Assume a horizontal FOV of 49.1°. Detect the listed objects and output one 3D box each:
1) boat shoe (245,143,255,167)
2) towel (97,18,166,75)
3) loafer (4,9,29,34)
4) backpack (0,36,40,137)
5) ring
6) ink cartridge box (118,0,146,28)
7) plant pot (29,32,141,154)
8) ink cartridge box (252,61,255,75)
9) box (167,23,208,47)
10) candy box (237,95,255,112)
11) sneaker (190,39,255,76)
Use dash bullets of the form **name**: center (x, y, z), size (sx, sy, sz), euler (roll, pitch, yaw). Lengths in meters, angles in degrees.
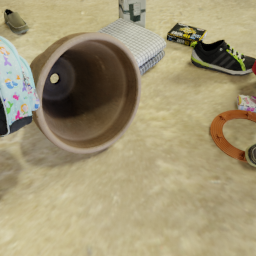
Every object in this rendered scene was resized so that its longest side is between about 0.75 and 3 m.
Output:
- **boat shoe**: center (4.132, 0.577, 7.034), size (2.241, 0.726, 0.820), euler (-5, 73, -4)
- **towel**: center (-0.108, -2.851, 10.253), size (2.428, 1.039, 2.011), euler (32, 56, 24)
- **loafer**: center (-4.963, -4.680, 12.219), size (0.683, 0.633, 1.816), euler (-35, 56, -29)
- **backpack**: center (-2.572, -0.808, 5.125), size (1.571, 1.769, 1.332), euler (-1, 26, 25)
- **ring**: center (3.379, 0.141, 7.953), size (2.034, 0.195, 2.034), euler (0, 48, 0)
- **ink cartridge box**: center (0.140, -4.887, 11.309), size (0.927, 2.231, 1.636), euler (-7, 47, -6)
- **plant pot**: center (-1.545, -1.141, 7.621), size (2.973, 2.973, 2.593), euler (-31, 37, -26)
- **ink cartridge box**: center (5.652, -2.348, 8.222), size (2.153, 2.963, 2.143), euler (0, 45, -12)
- **box**: center (2.454, -3.880, 11.675), size (1.381, 0.341, 1.103), euler (23, 52, 20)
- **candy box**: center (3.835, -0.759, 8.775), size (0.765, 0.233, 0.522), euler (8, 48, 8)
- **sneaker**: center (3.438, -2.577, 9.948), size (2.484, 1.029, 0.891), euler (9, 47, 9)
